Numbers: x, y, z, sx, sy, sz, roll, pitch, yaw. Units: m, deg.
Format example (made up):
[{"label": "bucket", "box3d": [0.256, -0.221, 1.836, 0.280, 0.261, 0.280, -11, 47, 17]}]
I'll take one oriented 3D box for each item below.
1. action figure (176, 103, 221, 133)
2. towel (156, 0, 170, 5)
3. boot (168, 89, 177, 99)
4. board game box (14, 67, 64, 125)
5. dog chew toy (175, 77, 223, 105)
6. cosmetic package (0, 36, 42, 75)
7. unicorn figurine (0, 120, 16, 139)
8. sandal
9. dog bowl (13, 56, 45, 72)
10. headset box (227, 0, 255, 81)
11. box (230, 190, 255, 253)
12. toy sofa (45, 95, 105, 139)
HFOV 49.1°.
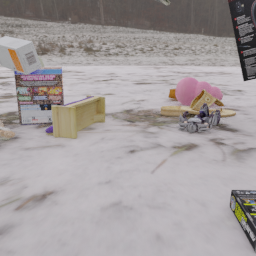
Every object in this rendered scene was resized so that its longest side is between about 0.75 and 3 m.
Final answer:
[{"label": "action figure", "box3d": [2.162, -0.257, 8.410, 1.133, 0.604, 1.741, 17, 26, 33]}, {"label": "towel", "box3d": [0.800, -4.440, 9.291, 1.053, 0.189, 1.093, 34, 15, 28]}, {"label": "boot", "box3d": [2.690, -1.773, 13.751, 1.286, 0.632, 1.797, 11, 24, 17]}, {"label": "board game box", "box3d": [-2.814, -1.072, 9.120, 1.405, 1.762, 0.853, -2, 16, -11]}, {"label": "dog chew toy", "box3d": [3.054, -1.492, 12.009, 1.940, 1.208, 1.208, 15, 20, 22]}, {"label": "cosmetic package", "box3d": [-3.140, -2.053, 7.838, 1.505, 0.763, 0.536, 22, 48, 39]}, {"label": "unicorn figurine", "box3d": [-3.578, 0.057, 7.515, 1.477, 0.546, 1.015, 27, 17, 29]}, {"label": "sandal", "box3d": [2.608, -0.936, 10.204, 2.812, 0.925, 1.031, 0, 15, -2]}, {"label": "dog bowl", "box3d": [-6.989, -4.227, 19.839, 0.838, 2.128, 2.128, 0, 13, 36]}, {"label": "headset box", "box3d": [4.163, -2.997, 7.755, 2.182, 2.936, 1.101, -9, 9, 43]}, {"label": "box", "box3d": [2.134, 1.181, 3.639, 1.311, 0.290, 1.050, 1, 16, 3]}, {"label": "toy sofa", "box3d": [-1.534, -0.414, 8.390, 1.038, 0.881, 2.128, 6, 16, 19]}]
